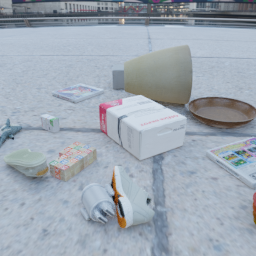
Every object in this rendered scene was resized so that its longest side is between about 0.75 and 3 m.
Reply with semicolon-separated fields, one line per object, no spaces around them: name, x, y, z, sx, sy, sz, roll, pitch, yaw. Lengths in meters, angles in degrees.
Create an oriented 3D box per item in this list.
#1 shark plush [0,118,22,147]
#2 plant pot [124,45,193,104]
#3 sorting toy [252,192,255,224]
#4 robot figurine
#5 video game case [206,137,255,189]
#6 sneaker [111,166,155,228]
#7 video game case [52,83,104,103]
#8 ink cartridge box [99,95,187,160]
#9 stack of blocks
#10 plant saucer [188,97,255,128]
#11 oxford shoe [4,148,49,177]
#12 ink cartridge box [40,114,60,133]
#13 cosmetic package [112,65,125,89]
shark plush;-4.439;0.201;10.353;0.612;0.668;1.470;28;17;-13
plant pot;1.294;-2.484;13.270;2.958;2.770;2.770;-1;26;0
sorting toy;3.630;1.859;6.704;2.143;0.880;1.288;-1;39;-31
robot figurine;-0.752;1.794;6.818;0.975;0.649;1.149;-41;36;-5
video game case;3.984;1.006;8.909;2.197;0.260;2.000;-13;28;-23
sneaker;0.089;1.696;7.117;0.896;0.738;1.949;1;32;-15
video game case;-2.648;-1.902;14.935;1.888;0.238;2.073;19;32;34
ink cartridge box;0.462;-0.143;10.214;1.997;1.164;2.759;-16;30;-29
stack of blocks;-1.748;1.002;8.700;0.843;0.429;1.463;15;30;28
plant saucer;4.008;-0.652;12.032;2.869;0.525;2.869;0;27;0
oxford shoe;-3.103;1.055;8.467;2.207;0.637;0.830;5;29;45
ink cartridge box;-3.071;-0.189;11.035;0.750;0.543;0.315;18;30;33
cosmetic package;0.471;-2.958;16.067;2.769;1.249;1.479;-2;25;3
